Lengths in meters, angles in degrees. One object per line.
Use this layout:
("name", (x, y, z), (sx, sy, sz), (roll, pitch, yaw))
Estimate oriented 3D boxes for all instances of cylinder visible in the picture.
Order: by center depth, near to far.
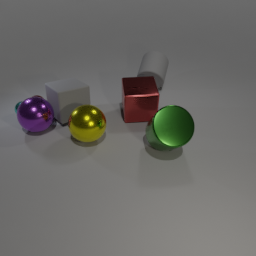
("cylinder", (1.395, 0.050, 9.621), (1.400, 1.400, 1.400), (-4, -10, -7))
("cylinder", (1.288, -2.973, 14.428), (1.400, 1.400, 1.400), (9, 61, 14))

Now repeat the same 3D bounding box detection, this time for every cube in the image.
("cube", (0.484, -1.218, 11.886), (1.400, 1.400, 1.400), (-3, 43, -4))
("cube", (-2.533, -1.196, 11.899), (1.400, 1.400, 1.400), (-19, 33, -31))

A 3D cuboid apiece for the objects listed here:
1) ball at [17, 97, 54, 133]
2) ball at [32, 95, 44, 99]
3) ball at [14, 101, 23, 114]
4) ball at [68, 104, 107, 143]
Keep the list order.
("ball", (-3.614, -0.522, 10.983), (1.400, 1.400, 1.400), (0, 33, 0))
("ball", (-3.879, -1.050, 11.962), (0.700, 0.700, 0.700), (0, 33, 0))
("ball", (-4.525, -0.807, 12.092), (0.700, 0.700, 0.700), (0, 33, 0))
("ball", (-1.490, -0.166, 10.284), (1.400, 1.400, 1.400), (0, 33, 0))
